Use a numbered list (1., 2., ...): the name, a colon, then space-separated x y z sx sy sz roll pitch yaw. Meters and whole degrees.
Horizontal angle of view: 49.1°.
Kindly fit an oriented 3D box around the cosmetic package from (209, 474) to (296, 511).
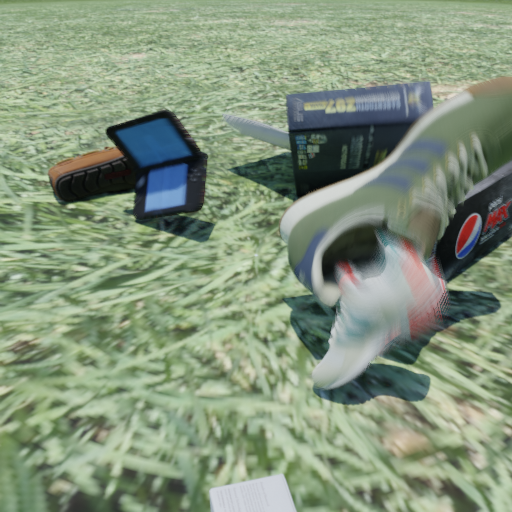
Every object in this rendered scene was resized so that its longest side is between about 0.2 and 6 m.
1. cosmetic package: -0.018 2.238 4.612 0.642 0.537 0.534 -7 30 -13

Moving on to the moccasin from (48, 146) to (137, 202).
1. moccasin: -2.826 -1.787 11.266 2.601 0.951 1.004 -21 44 -16

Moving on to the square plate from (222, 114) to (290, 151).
1. square plate: 0.675 -2.351 11.572 2.161 0.310 2.181 8 15 -45

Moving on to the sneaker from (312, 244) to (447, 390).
1. sneaker: 1.115 0.640 6.050 0.858 1.836 0.646 45 26 5

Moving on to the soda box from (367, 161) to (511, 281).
1. soda box: 3.130 -0.823 9.076 4.241 1.343 1.501 -25 39 -37

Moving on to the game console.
1. game console: -1.727 -1.444 9.313 1.662 1.432 0.986 -4 -12 38

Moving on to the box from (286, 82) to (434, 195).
1. box: 1.699 -1.889 9.675 2.212 0.716 2.805 -4 -14 5

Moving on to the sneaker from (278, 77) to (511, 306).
1. sneaker: 1.869 -0.575 6.427 3.435 1.152 1.542 -31 35 17
